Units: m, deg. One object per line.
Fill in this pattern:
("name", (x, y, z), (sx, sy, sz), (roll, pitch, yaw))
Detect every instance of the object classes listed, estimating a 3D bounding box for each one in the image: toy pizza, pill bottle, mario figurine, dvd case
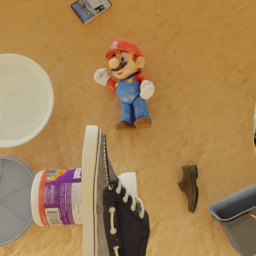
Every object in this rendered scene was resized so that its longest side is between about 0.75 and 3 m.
("toy pizza", (-3.766, 2.117, 8.239), (2.585, 0.410, 2.585), (-2, 76, 6))
("pill bottle", (-1.117, 1.874, 7.805), (2.730, 1.521, 1.521), (-3, 82, -1))
("mario figurine", (-0.162, -1.299, 8.316), (1.708, 1.466, 2.766), (-10, 83, 1))
("dvd case", (-1.236, -4.104, 9.388), (1.155, 0.101, 0.824), (-36, 82, -5))

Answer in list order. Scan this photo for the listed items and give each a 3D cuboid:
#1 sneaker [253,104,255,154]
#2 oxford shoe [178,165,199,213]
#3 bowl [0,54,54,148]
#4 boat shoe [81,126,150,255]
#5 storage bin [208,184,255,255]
("sneaker", (4.152, 0.033, 8.205), (0.905, 0.955, 2.324), (-8, 78, 36))
("oxford shoe", (1.802, 1.818, 8.391), (0.601, 0.517, 1.423), (-4, 81, 18))
("bowl", (-3.382, -0.711, 8.334), (2.686, 1.207, 2.686), (0, 82, 1))
("boat shoe", (-0.217, 1.215, 4.954), (1.182, 0.952, 2.549), (0, 101, -8))
("storage bin", (3.593, 2.609, 7.832), (2.055, 1.495, 1.380), (-25, 93, -4))
